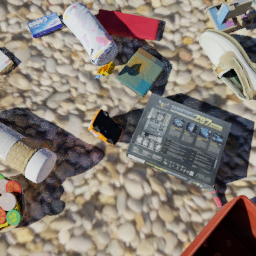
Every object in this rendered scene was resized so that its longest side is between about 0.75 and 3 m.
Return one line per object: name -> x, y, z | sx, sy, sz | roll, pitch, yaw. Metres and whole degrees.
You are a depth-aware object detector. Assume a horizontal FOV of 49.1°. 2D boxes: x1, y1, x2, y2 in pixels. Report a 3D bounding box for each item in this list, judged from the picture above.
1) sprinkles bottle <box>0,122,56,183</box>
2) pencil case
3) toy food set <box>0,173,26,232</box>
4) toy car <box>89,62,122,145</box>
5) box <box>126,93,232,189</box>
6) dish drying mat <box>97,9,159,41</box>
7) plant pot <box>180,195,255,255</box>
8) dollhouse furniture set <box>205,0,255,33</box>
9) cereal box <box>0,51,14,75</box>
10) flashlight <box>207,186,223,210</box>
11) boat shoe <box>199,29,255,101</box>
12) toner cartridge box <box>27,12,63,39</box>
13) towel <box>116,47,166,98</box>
sprinkles bottle -> -3.575, 0.495, 8.272 | 2.908, 0.992, 0.992 | 29, 78, 7
pencil case -> -1.247, -3.063, 9.216 | 0.978, 0.896, 2.155 | -33, 78, -5
toy food set -> -3.652, 2.137, 7.978 | 1.625, 0.399, 1.642 | -21, 82, 10
toy car -> -0.655, -0.714, 8.740 | 0.797, 1.175, 2.395 | -4, 69, 45
box -> 1.511, 0.365, 8.383 | 2.629, 0.671, 2.073 | 22, 72, 4
dish drying mat -> -0.038, -3.571, 9.712 | 2.141, 0.195, 0.822 | 11, 77, 2
plant pot -> 2.598, 3.325, 6.975 | 2.315, 2.040, 2.313 | -43, 80, -14
dollhouse furniture set -> 3.465, -4.025, 9.110 | 1.483, 1.571, 1.025 | -21, 78, -5
cereal box -> -4.386, -2.253, 9.381 | 0.896, 0.177, 0.645 | 42, 80, 9
flashlight -> 2.620, 2.132, 8.237 | 0.277, 0.279, 0.820 | -19, 76, -4
boat shoe -> 3.202, -2.017, 8.899 | 0.915, 1.000, 2.676 | -41, 80, -15
toner cartridge box -> -2.871, -3.553, 9.676 | 1.081, 0.233, 0.514 | -26, 77, -6
towel -> 0.430, -1.801, 9.045 | 1.096, 0.162, 1.494 | 35, 69, -1
